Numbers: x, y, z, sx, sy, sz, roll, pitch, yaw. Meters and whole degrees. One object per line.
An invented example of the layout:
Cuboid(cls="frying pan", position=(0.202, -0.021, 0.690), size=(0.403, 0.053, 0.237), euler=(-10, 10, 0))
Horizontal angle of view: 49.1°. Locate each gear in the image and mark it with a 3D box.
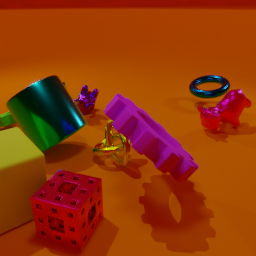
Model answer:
Cuboid(cls="gear", position=(-3.086, -0.420, 8.044), size=(1.445, 0.267, 1.445), euler=(-18, 15, 5))
Cuboid(cls="gear", position=(0.414, 0.148, 4.950), size=(1.876, 0.347, 1.876), euler=(40, 10, -9))

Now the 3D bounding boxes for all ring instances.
Cuboid(cls="ring", position=(2.758, -1.416, 9.521), size=(1.356, 0.271, 1.356), euler=(-9, 35, 6))

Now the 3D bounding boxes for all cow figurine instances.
Cuboid(cls="cow figurine", position=(-1.343, -0.812, 8.876), size=(0.667, 1.197, 1.216), euler=(18, 52, -15))
Cuboid(cls="cow figurine", position=(2.671, -0.537, 7.806), size=(1.421, 1.444, 0.793), euler=(29, 5, -39))

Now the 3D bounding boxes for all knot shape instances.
Cuboid(cls="knot shape", position=(-0.218, 0.380, 6.225), size=(1.135, 0.525, 1.062), euler=(-42, 50, 7))

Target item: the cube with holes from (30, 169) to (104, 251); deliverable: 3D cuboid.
Cuboid(cls="cube with holes", position=(-0.927, 1.270, 4.463), size=(0.794, 0.794, 0.794), euler=(9, 27, 18))

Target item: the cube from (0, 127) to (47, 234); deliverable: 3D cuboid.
Cuboid(cls="cube", position=(-2.169, 0.874, 4.732), size=(1.211, 1.211, 1.211), euler=(-18, 33, -35))

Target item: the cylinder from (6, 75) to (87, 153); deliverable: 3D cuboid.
Cuboid(cls="cylinder", position=(-1.872, -0.316, 6.563), size=(1.359, 1.359, 1.359), euler=(-31, 7, 5))

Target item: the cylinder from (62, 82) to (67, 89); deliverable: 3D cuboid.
Cuboid(cls="cylinder", position=(-2.555, -1.245, 9.863), size=(0.721, 0.721, 0.721), euler=(-2, 25, -6))
